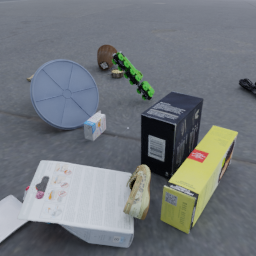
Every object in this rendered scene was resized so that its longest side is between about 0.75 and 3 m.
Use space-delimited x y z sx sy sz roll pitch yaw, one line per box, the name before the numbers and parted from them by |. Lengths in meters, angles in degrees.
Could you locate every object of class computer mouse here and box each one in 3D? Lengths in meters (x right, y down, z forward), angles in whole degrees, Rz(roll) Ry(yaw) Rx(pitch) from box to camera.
computer mouse | 6.257 -1.887 12.241 2.413 0.636 1.671 -19 35 -10

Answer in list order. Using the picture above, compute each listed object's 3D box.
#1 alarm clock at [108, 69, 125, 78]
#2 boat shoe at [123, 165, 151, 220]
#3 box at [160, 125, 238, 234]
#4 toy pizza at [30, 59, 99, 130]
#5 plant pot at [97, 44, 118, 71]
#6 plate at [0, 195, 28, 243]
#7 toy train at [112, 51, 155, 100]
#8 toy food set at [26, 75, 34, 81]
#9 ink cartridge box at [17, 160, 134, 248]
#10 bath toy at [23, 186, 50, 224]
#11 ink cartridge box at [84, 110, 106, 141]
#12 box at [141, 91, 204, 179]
alarm clock | -0.590 -2.644 13.666 0.939 0.313 0.634 -17 36 -28
boat shoe | 0.193 1.281 6.060 0.486 0.568 1.550 14 25 -4
box | 1.830 1.075 6.836 0.744 1.117 2.969 20 38 29
toy pizza | -2.137 -1.138 9.593 2.418 2.418 0.383 -23 6 -32
plant pot | -1.141 -3.530 14.523 1.125 1.125 1.204 3 44 5
plate | -2.727 2.017 6.181 1.003 0.163 1.006 23 38 31
toy train | 0.237 -2.030 10.862 0.480 2.299 0.648 -25 27 36
toy food set | -3.875 -2.743 13.812 1.296 0.321 2.038 12 33 19
ink cartridge box | -1.015 1.589 6.159 2.246 0.531 1.797 9 32 -6
bath toy | -2.010 1.689 6.473 1.156 0.427 0.503 25 39 36
ink cartridge box | -1.023 -0.100 9.232 0.345 0.586 1.018 15 35 22
box | 1.208 0.149 7.730 1.033 1.730 1.759 19 36 30
